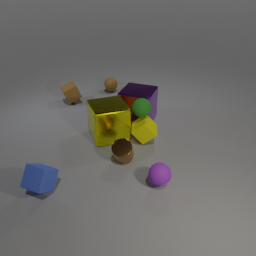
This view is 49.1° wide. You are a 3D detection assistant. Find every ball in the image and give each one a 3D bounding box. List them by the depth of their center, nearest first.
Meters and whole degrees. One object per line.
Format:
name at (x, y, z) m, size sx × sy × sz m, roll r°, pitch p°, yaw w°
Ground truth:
ball at (0.962, 1.391, 8.459) m, size 0.700 × 0.700 × 0.700 m, roll 0°, pitch 31°, yaw 0°
ball at (0.507, -0.749, 10.304) m, size 0.700 × 0.700 × 0.700 m, roll 0°, pitch 31°, yaw 0°
ball at (-0.908, -2.329, 14.846) m, size 0.700 × 0.700 × 0.700 m, roll 0°, pitch 31°, yaw 0°

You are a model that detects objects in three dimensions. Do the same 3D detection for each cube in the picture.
cube at (-2.583, 1.464, 8.224) m, size 0.700 × 0.700 × 0.700 m, roll 14°, pitch -2°, yaw 20°
cube at (0.619, 0.042, 10.606) m, size 0.700 × 0.700 × 0.700 m, roll -33°, pitch 27°, yaw 26°
cube at (-0.760, -0.304, 10.978) m, size 1.400 × 1.400 × 1.400 m, roll -10°, pitch 32°, yaw -17°
cube at (0.435, -1.026, 12.188) m, size 1.400 × 1.400 × 1.400 m, roll 11°, pitch 32°, yaw 18°
cube at (-2.762, -1.731, 13.591) m, size 0.700 × 0.700 × 0.700 m, roll -31°, pitch 36°, yaw -8°

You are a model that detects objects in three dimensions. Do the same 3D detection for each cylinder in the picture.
cylinder at (-0.176, 0.800, 9.581) m, size 0.700 × 0.700 × 0.700 m, roll -3°, pitch 62°, yaw 5°
